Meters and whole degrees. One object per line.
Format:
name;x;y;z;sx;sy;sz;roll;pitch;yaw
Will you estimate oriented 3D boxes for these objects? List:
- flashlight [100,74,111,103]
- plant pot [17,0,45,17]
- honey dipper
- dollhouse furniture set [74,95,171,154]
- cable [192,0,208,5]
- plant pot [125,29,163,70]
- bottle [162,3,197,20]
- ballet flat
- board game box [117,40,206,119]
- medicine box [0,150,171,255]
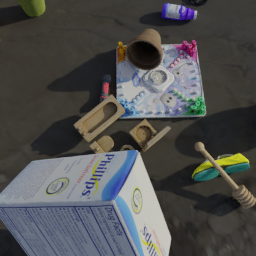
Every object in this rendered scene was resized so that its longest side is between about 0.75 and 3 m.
flashlight;-0.722;-1.256;9.282;0.371;0.373;1.097;5;67;-1
plant pot;-3.616;-4.841;10.357;1.282;1.218;1.282;0;66;-1
honey dipper;2.637;1.285;7.802;0.429;0.429;2.260;-44;91;-16
dollhouse furniture set;-0.276;-0.003;7.827;1.870;1.602;1.966;-39;84;-8
cable;2.861;-5.234;11.070;0.706;0.220;0.865;27;69;11
plant pot;0.646;-2.715;9.313;1.226;1.226;1.069;17;55;7
bottle;1.935;-4.347;10.575;1.290;0.421;0.539;11;69;5
ballet flat;2.648;1.104;8.227;1.785;0.597;0.598;-11;46;-7
board game box;1.047;-1.719;9.432;2.875;0.372;2.874;-1;67;0
medicine box;-0.851;2.036;6.007;2.864;2.609;1.474;-8;28;24
